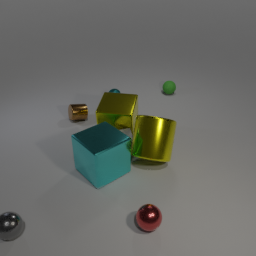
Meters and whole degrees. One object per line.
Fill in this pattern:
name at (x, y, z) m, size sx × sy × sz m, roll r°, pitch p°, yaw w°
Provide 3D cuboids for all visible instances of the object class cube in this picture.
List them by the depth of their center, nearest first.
cube at (-0.862, 0.845, 9.234) m, size 1.400 × 1.400 × 1.400 m, roll -24°, pitch 39°, yaw -33°
cube at (-0.175, 0.527, 10.319) m, size 0.700 × 0.700 × 0.700 m, roll -11°, pitch 37°, yaw -7°
cube at (-0.386, -0.439, 11.122) m, size 1.400 × 1.400 × 1.400 m, roll 5°, pitch 40°, yaw 9°

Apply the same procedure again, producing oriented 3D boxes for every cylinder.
cylinder at (0.867, 0.349, 9.586) m, size 1.400 × 1.400 × 1.400 m, roll 9°, pitch -1°, yaw 0°
cylinder at (-2.193, -0.703, 12.269) m, size 0.700 × 0.700 × 0.700 m, roll -5°, pitch 31°, yaw -27°

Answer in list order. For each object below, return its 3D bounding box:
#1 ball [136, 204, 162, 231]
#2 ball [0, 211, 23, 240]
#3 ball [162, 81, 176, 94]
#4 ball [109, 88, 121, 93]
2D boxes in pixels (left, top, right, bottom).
ball at (0.561, 2.378, 7.458) m, size 0.700 × 0.700 × 0.700 m, roll 0°, pitch 32°, yaw 0°
ball at (-3.078, 2.510, 7.210) m, size 0.700 × 0.700 × 0.700 m, roll 0°, pitch 32°, yaw 0°
ball at (2.151, -2.120, 14.609) m, size 0.700 × 0.700 × 0.700 m, roll 0°, pitch 32°, yaw 0°
ball at (-0.664, -1.596, 13.816) m, size 0.700 × 0.700 × 0.700 m, roll 0°, pitch 32°, yaw 0°
